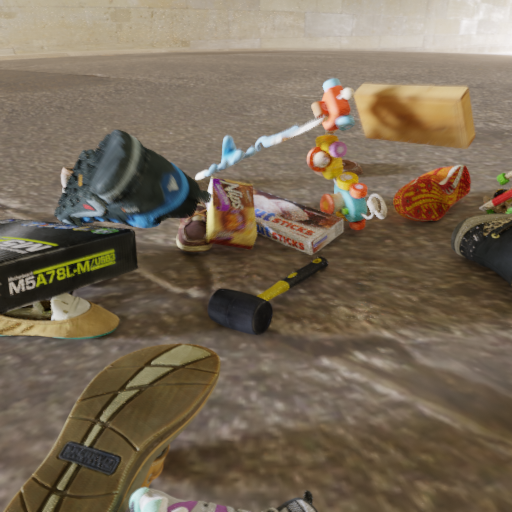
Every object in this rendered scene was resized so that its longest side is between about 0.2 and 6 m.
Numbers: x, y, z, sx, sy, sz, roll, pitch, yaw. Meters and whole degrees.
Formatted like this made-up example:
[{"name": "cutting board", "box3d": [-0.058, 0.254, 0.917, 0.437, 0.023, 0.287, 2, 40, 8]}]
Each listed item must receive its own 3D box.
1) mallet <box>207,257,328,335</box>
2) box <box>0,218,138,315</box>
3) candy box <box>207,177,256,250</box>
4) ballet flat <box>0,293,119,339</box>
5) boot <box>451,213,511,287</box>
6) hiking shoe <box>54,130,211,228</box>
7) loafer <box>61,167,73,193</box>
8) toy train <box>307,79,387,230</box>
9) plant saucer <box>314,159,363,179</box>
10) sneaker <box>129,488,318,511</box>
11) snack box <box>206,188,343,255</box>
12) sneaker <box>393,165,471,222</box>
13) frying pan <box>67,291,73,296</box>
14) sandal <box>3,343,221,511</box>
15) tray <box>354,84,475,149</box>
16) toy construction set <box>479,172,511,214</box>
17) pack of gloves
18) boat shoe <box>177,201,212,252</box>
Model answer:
[{"name": "mallet", "box3d": [0.274, 0.497, 9.231, 0.924, 0.577, 2.805, 9, 22, 27]}, {"name": "box", "box3d": [-4.000, 0.078, 8.326, 3.245, 0.771, 3.134, 6, 13, 31]}, {"name": "candy box", "box3d": [-0.489, -0.853, 10.986, 0.883, 0.427, 1.513, 9, 48, -14]}, {"name": "ballet flat", "box3d": [-3.110, 0.838, 8.214, 2.117, 0.667, 0.726, -1, 27, -3]}, {"name": "boot", "box3d": [5.201, -0.078, 9.750, 2.877, 1.038, 2.173, -10, 29, -9]}, {"name": "hiking shoe", "box3d": [-2.099, -0.875, 8.704, 1.523, 1.306, 3.512, 26, -9, -27]}, {"name": "loafer", "box3d": [-3.706, -1.974, 13.995, 2.241, 0.704, 0.805, -12, 28, -24]}, {"name": "toy train", "box3d": [1.606, -1.902, 11.311, 0.808, 2.907, 2.183, -15, -8, -10]}, {"name": "plant saucer", "box3d": [2.287, -2.455, 15.559, 1.363, 0.235, 1.363, 0, 25, 0]}, {"name": "sneaker", "box3d": [-0.021, 2.437, 4.906, 2.015, 0.783, 1.410, 28, 35, 28]}, {"name": "snack box", "box3d": [0.327, -0.836, 11.834, 2.973, 0.362, 1.069, 23, 45, 37]}, {"name": "sneaker", "box3d": [3.867, -1.363, 12.761, 1.092, 1.034, 2.832, -6, 11, 46]}, {"name": "frying pan", "box3d": [-3.286, 0.324, 9.660, 1.413, 0.380, 2.336, 6, 27, 22]}, {"name": "sandal", "box3d": [-1.406, 2.053, 5.675, 1.226, 0.824, 3.053, 14, 44, 20]}, {"name": "tray", "box3d": [3.147, -2.826, 11.281, 2.299, 1.134, 0.426, 17, 57, 40]}, {"name": "toy construction set", "box3d": [5.284, -1.032, 11.631, 1.900, 1.460, 1.585, 3, 65, -34]}, {"name": "pack of gloves", "box3d": [-0.108, -2.316, 11.347, 2.364, 0.555, 2.814, -28, 11, -9]}, {"name": "boat shoe", "box3d": [-1.244, -0.715, 11.362, 0.725, 0.723, 2.009, -1, 26, -3]}]
